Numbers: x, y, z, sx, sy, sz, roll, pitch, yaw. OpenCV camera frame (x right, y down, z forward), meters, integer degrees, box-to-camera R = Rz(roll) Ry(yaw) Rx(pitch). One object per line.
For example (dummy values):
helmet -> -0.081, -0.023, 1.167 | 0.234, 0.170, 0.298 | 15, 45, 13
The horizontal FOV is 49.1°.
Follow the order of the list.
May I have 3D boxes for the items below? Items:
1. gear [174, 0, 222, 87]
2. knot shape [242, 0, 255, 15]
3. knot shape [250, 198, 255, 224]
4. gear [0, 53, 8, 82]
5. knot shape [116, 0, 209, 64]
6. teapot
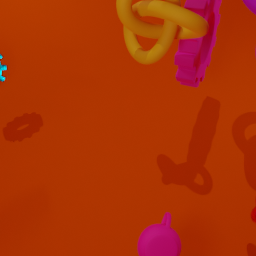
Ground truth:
gear -> 1.424, -1.807, 5.592 | 0.355, 1.919, 1.919 | 16, 71, 22
knot shape -> 2.669, -1.928, 4.505 | 2.086, 0.964, 1.952 | 39, 110, 49
knot shape -> 2.524, 1.428, 4.424 | 1.471, 1.376, 0.680 | 30, 78, -4
gear -> -3.279, -1.327, 6.230 | 1.081, 0.200, 1.081 | -4, 104, -15
knot shape -> 0.385, -1.585, 4.326 | 1.444, 1.351, 0.667 | 30, 55, -18
teapot -> 0.472, 1.908, 4.531 | 0.698, 0.549, 1.122 | 21, 88, -5
